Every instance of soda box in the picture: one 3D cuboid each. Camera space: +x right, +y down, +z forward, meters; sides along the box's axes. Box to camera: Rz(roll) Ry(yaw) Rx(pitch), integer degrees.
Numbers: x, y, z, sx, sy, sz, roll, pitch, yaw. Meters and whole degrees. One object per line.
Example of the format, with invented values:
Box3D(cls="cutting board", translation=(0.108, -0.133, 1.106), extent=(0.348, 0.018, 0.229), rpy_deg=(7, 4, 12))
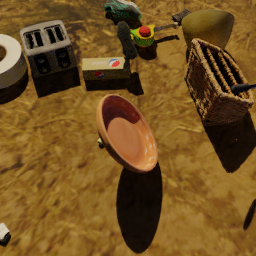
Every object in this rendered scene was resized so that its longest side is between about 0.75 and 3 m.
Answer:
Box3D(cls="soda box", translation=(-0.860, -2.382, 11.194), extent=(1.900, 0.608, 0.643), rpy_deg=(-2, 59, -2))

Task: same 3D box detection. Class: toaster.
Box3D(cls="toaster", translation=(-3.223, -3.278, 11.385), extent=(1.838, 1.206, 2.032), rpy_deg=(-18, 60, -11))

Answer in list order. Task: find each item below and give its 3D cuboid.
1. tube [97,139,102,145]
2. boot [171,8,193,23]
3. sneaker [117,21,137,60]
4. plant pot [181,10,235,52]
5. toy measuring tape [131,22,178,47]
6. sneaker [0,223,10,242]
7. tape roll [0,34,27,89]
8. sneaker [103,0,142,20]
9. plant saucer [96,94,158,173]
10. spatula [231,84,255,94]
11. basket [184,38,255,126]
Box3D(cls="tube", translation=(-0.791, 0.252, 9.869), extent=(0.221, 0.198, 0.763), rpy_deg=(48, 58, -17))
Box3D(cls="boot", translation=(2.628, -5.100, 13.030), extent=(0.887, 0.353, 1.019), rpy_deg=(-34, 61, -12))
Box3D(cls="sneaker", translation=(-0.085, -3.316, 10.833), extent=(0.557, 0.835, 1.458), rpy_deg=(-23, 96, -6))
Box3D(cls="plant pot", translation=(3.178, -3.609, 11.321), extent=(2.072, 2.072, 1.471), rpy_deg=(3, 89, 2))
Box3D(cls="toy measuring tape", translation=(1.140, -4.004, 12.067), extent=(2.407, 0.885, 0.885), rpy_deg=(-15, 60, -11))
Box3D(cls="sneaker", translation=(-3.788, 3.163, 8.059), extent=(0.436, 0.278, 0.755), rpy_deg=(36, 64, 23))
Box3D(cls="tape roll", translation=(-5.318, -2.681, 11.251), extent=(2.317, 0.810, 2.317), rpy_deg=(0, 59, 0))
Box3D(cls="sneaker", translation=(-0.289, -5.423, 13.045), extent=(2.100, 0.815, 0.958), rpy_deg=(37, 80, 25))
Box3D(cls="plant saucer", translation=(-0.060, 0.191, 8.347), extent=(0.478, 2.553, 2.553), rpy_deg=(-33, 55, 29))
Box3D(cls="spatula", translation=(3.539, -1.166, 7.884), extent=(2.271, 0.233, 0.642), rpy_deg=(-13, 101, -35))
Box3D(cls="basket", translation=(3.382, -1.728, 9.992), extent=(1.920, 2.004, 2.690), rpy_deg=(-10, 59, -6))
